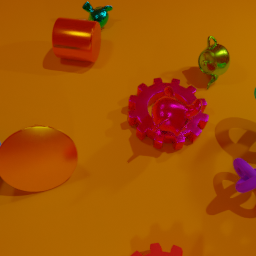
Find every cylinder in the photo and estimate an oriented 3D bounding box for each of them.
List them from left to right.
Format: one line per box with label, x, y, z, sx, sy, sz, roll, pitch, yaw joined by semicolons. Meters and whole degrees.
cylinder;-1.467;-2.562;8.165;1.148;1.148;1.148;9;58;5

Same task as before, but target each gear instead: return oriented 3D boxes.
gear;0.619;2.964;4.968;1.672;0.309;1.672;-8;55;11
gear;1.014;-0.419;7.243;2.029;0.375;2.029;1;58;-2

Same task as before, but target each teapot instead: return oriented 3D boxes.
teapot;2.324;-1.802;7.741;0.709;1.447;0.900;-20;24;-30

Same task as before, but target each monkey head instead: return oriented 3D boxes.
monkey head;-1.056;-3.623;9.003;1.160;0.834;0.699;-42;45;17
monkey head;1.048;-0.403;6.283;0.892;1.065;1.481;31;47;-11

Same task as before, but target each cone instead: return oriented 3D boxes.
cone;-2.134;0.308;6.582;1.658;1.658;1.664;-17;33;-11

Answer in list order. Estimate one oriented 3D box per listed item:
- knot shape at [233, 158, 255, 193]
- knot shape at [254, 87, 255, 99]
knot shape;2.817;1.055;5.755;1.200;1.282;0.593;10;99;8
knot shape;3.846;-0.188;6.364;1.958;0.967;2.092;-1;60;-42
